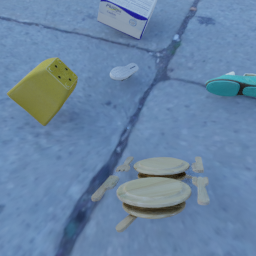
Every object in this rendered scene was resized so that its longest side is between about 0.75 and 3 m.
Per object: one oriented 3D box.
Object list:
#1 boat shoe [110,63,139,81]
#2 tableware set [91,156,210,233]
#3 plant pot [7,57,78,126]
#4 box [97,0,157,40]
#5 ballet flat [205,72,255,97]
[{"bbox_3d":[-0.124,-1.506,7.934,0.412,0.405,1.142,50,44,11],"label":"boat shoe"},{"bbox_3d":[0.552,1.040,5.016,1.675,0.508,2.534,-1,8,13],"label":"tableware set"},{"bbox_3d":[-1.872,-0.995,6.658,1.145,1.171,1.138,43,34,-18],"label":"plant pot"},{"bbox_3d":[0.027,-4.283,9.858,1.689,0.963,1.836,23,54,-3],"label":"box"},{"bbox_3d":[3.022,-1.194,7.580,1.864,0.628,0.656,7,52,7],"label":"ballet flat"}]
